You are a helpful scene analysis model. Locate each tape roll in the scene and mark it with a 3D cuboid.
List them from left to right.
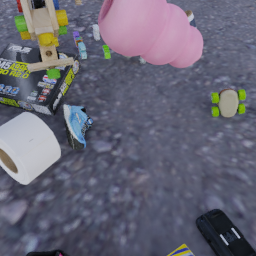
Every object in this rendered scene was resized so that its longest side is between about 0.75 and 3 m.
[{"bbox_3d":[-2.513,0.486,6.783,1.478,1.478,1.015,26,48,27],"label":"tape roll"}]

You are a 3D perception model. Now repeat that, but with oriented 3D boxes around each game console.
[{"bbox_3d":[2.299,2.558,5.341,1.414,0.289,2.397,-17,46,-19],"label":"game console"}]

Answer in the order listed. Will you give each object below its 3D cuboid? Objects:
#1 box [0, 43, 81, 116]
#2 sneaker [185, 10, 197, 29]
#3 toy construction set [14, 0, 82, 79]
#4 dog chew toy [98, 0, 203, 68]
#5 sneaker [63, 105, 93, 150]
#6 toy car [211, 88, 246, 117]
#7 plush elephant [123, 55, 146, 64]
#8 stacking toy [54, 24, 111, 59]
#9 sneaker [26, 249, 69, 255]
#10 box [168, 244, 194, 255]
[{"bbox_3d":[-3.300,-1.707,9.433,2.779,0.615,2.227,14,62,15],"label":"box"},{"bbox_3d":[1.854,-3.916,12.372,2.573,1.396,0.902,-24,41,19],"label":"sneaker"},{"bbox_3d":[-2.086,-2.033,5.908,2.667,2.049,2.224,-14,14,-37],"label":"toy construction set"},{"bbox_3d":[0.709,-2.407,7.043,2.830,1.762,1.762,20,34,-27],"label":"dog chew toy"},{"bbox_3d":[-1.392,-0.124,8.075,0.825,0.719,1.833,-8,42,-13],"label":"sneaker"},{"bbox_3d":[3.108,-0.968,8.974,0.959,0.921,1.168,-6,29,9],"label":"toy car"},{"bbox_3d":[0.199,-3.425,11.273,1.240,1.319,1.602,10,81,-10],"label":"plush elephant"},{"bbox_3d":[-2.075,-3.511,12.027,2.142,0.668,2.842,-13,45,-12],"label":"stacking toy"},{"bbox_3d":[-1.134,2.580,4.993,1.646,0.690,0.632,5,42,6],"label":"sneaker"},{"bbox_3d":[0.243,2.964,4.505,2.368,0.761,0.830,-23,47,-25],"label":"box"}]
